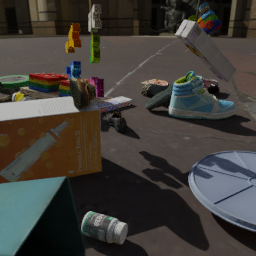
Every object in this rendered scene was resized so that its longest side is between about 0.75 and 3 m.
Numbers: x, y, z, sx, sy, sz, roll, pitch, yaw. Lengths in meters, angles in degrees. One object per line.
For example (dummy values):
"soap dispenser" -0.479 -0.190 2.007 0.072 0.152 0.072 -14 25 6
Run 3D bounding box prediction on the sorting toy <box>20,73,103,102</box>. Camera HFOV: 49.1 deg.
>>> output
"sorting toy" -2.697 -1.755 11.975 2.575 0.896 2.559 14 16 17

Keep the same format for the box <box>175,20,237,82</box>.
"box" 2.426 -2.264 8.479 2.612 0.541 0.505 27 8 -40

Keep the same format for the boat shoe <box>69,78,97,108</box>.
"boat shoe" -1.096 -0.943 7.052 0.613 0.628 1.660 -3 24 -17

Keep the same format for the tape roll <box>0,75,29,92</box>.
"tape roll" -6.304 -2.464 15.392 2.036 0.489 2.036 0 23 0

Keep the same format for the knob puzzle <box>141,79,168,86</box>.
"knob puzzle" 1.671 -2.630 16.132 1.569 0.218 1.569 0 23 0

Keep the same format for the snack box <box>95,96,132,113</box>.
"snack box" -0.830 -1.014 12.222 2.111 0.257 0.759 -19 29 -37

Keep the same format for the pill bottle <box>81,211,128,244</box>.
"pill bottle" -0.426 1.850 5.173 0.774 0.438 0.438 9 24 21

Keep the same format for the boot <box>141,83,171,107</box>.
"boot" 1.859 -1.774 13.188 1.684 0.805 2.230 24 36 34

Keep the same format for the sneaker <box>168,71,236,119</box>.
"sneaker" 2.998 -1.310 10.969 2.726 1.780 1.084 -1 22 -4

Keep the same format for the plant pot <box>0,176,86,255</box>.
"plant pot" -2.019 1.802 3.995 2.242 1.584 1.584 -4 22 11

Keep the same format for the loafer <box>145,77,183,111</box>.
"loafer" 1.659 -1.274 11.703 2.000 0.629 0.719 -37 24 9

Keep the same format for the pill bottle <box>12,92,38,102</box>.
"pill bottle" -4.343 -1.101 11.763 0.773 0.773 1.375 -18 29 -37

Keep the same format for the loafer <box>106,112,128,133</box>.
"loafer" -0.419 -0.343 10.257 0.548 0.544 1.504 -13 25 -26

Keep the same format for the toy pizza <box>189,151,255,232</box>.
"toy pizza" 2.860 1.387 6.239 2.990 0.474 2.990 0 24 0

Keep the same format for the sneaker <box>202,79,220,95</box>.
"sneaker" 3.657 -2.113 14.211 2.091 0.791 1.207 4 26 7

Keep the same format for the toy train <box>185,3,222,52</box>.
"toy train" 2.344 -3.462 9.696 0.676 0.924 1.597 -15 -12 -43

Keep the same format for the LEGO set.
"LEGO set" -1.459 -2.337 8.825 1.058 2.773 1.138 -2 4 -25

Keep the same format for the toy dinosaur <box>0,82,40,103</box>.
"toy dinosaur" -5.138 -1.501 12.542 2.694 1.187 0.639 -4 60 -5

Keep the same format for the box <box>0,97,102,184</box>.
"box" -2.216 0.292 7.145 2.842 1.768 1.385 -9 24 -19
